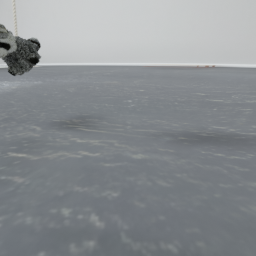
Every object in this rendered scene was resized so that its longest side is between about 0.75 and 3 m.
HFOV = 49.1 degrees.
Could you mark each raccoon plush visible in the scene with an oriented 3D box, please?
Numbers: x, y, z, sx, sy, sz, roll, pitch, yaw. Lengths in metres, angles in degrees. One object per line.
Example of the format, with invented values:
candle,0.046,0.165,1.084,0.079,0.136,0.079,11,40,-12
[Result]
raccoon plush,-3.241,-2.376,7.740,1.008,1.396,2.084,-31,38,6
